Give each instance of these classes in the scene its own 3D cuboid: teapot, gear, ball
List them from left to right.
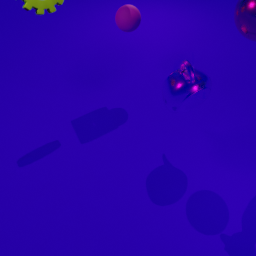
[{"bbox_3d":[-2.037,-3.252,6.394,1.221,1.221,0.226,-32,30,-24],"label":"gear"},{"bbox_3d":[0.005,-3.074,7.875,0.727,0.727,0.727,0,49,0],"label":"ball"},{"bbox_3d":[1.287,-0.909,6.527,1.165,1.874,0.918,-27,67,-8],"label":"teapot"},{"bbox_3d":[2.515,-2.133,5.154,1.058,1.058,1.058,0,49,0],"label":"ball"}]
